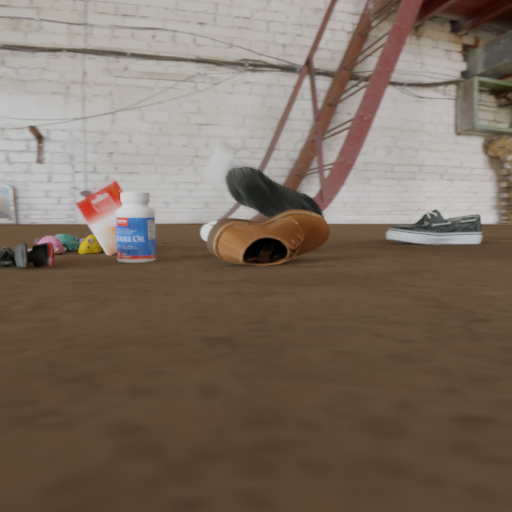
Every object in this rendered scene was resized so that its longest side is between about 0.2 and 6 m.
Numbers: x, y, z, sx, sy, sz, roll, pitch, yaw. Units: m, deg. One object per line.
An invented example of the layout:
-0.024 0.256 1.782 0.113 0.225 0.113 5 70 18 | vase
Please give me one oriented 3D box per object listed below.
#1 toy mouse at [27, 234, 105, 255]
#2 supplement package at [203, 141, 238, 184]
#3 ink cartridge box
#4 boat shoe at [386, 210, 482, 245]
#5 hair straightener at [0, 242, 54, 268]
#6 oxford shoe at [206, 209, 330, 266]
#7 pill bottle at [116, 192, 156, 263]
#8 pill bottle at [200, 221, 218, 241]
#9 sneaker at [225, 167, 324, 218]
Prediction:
-3.979 -0.241 11.433 1.719 0.374 1.934 1 4 18 | toy mouse
-0.801 -2.108 12.641 0.462 0.791 0.464 27 25 -7 | supplement package
-2.771 -0.732 10.896 0.953 1.174 0.294 -35 21 -19 | ink cartridge box
4.721 -0.777 14.929 2.596 0.921 0.936 -1 4 -8 | boat shoe
-3.670 -0.031 8.368 0.771 0.410 2.003 -3 5 -36 | hair straightener
0.425 -0.182 8.980 2.448 0.873 0.872 -12 31 -41 | oxford shoe
-2.018 -0.480 9.374 0.649 1.156 0.649 -1 5 0 | pill bottle
-0.998 -0.647 15.225 0.625 0.625 1.126 2 5 30 | pill bottle
0.413 -1.195 11.995 2.512 0.954 1.140 34 6 -23 | sneaker
